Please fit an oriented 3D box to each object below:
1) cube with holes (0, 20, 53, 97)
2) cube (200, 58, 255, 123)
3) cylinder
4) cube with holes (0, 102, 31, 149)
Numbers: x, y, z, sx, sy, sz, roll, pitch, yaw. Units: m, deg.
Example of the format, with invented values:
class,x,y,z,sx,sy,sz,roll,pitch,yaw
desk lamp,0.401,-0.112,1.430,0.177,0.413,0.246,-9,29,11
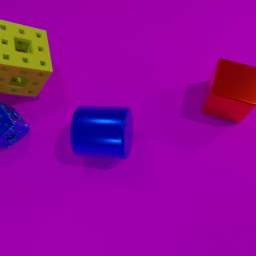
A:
class,x,y,z,sx,sy,sz,roll,pitch,yaw
cube with holes,-2.778,-1.672,6.973,1.237,1.237,1.237,2,65,-37
cube,2.630,-0.940,7.236,1.094,1.094,1.094,16,69,6
cylinder,-0.577,0.094,6.645,1.232,1.232,1.232,3,67,11
cube with holes,-3.085,-0.058,6.917,0.769,0.769,0.769,-40,78,0
